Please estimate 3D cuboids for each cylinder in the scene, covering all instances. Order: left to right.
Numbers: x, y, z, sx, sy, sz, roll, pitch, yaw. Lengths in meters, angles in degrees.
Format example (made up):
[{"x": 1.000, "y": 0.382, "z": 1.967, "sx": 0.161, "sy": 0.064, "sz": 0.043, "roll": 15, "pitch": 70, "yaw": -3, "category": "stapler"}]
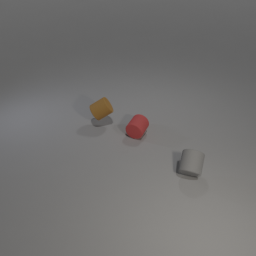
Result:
[{"x": -1.047, "y": -0.765, "z": 11.093, "sx": 0.700, "sy": 0.700, "sz": 0.700, "roll": -29, "pitch": 30, "yaw": 12, "category": "cylinder"}, {"x": 0.361, "y": -0.057, "z": 10.752, "sx": 0.700, "sy": 0.700, "sz": 0.700, "roll": 15, "pitch": 43, "yaw": 22, "category": "cylinder"}, {"x": 1.987, "y": 1.094, "z": 8.740, "sx": 0.700, "sy": 0.700, "sz": 0.700, "roll": 11, "pitch": 72, "yaw": 17, "category": "cylinder"}]
